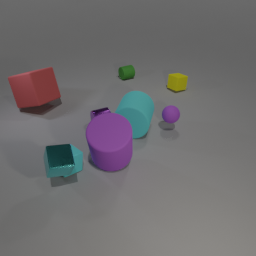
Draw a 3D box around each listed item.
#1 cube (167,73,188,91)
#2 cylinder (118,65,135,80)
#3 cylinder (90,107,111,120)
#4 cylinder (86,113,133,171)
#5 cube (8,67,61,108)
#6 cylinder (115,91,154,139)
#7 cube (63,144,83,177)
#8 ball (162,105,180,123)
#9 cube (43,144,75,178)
[{"bbox_3d":[2.494,-2.327,14.143,0.700,0.700,0.700,-13,31,-32],"label":"cube"},{"bbox_3d":[-0.071,-3.057,15.374,0.700,0.700,0.700,-18,37,-25],"label":"cylinder"},{"bbox_3d":[-1.096,-0.440,11.418,0.700,0.700,0.700,-16,37,-22],"label":"cylinder"},{"bbox_3d":[-0.556,0.463,8.903,1.400,1.400,1.400,-1,57,1],"label":"cylinder"},{"bbox_3d":[-4.074,-1.775,12.290,1.400,1.400,1.400,-3,19,31],"label":"cube"},{"bbox_3d":[0.242,-0.534,10.914,1.400,1.400,1.400,7,34,10],"label":"cylinder"},{"bbox_3d":[-1.950,1.042,9.067,0.700,0.700,0.700,28,33,37],"label":"cube"},{"bbox_3d":[1.665,-0.528,10.856,0.700,0.700,0.700,0,33,0],"label":"ball"},{"bbox_3d":[-1.980,0.935,7.997,0.700,0.700,0.700,-5,62,-26],"label":"cube"}]
